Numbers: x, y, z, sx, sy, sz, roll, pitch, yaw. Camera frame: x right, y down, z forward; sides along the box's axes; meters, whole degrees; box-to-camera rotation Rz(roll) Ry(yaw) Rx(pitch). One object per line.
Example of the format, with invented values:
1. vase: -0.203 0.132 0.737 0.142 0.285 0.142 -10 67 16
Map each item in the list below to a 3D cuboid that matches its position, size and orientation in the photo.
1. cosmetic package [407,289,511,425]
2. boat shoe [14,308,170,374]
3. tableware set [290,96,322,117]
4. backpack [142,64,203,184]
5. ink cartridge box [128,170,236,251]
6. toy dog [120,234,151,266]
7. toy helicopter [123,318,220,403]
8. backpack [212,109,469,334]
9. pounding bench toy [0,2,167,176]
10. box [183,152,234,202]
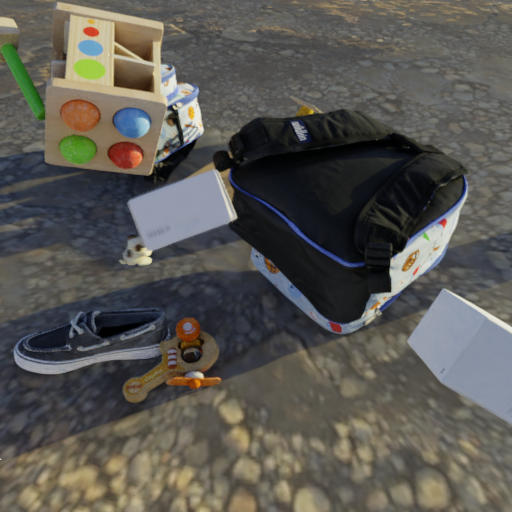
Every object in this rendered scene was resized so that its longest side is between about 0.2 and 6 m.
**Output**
1. cosmetic package: 2.316 1.030 5.483 1.223 0.752 1.219 30 8 -4
2. boat shoe: -2.443 1.161 8.291 2.269 0.769 0.814 -4 39 -5
3. tableware set: 2.032 -2.921 13.301 2.684 0.412 1.808 33 11 27
4. backpack: -2.651 -3.205 12.778 2.901 2.235 2.763 19 32 26
5. ink cartridge box: -0.722 -0.468 5.566 0.881 0.509 1.207 -21 7 -5
6. toy dog: -1.233 -0.082 5.736 0.357 0.368 0.257 -16 65 -27
7. toy helicopter: -1.186 1.648 8.008 1.486 0.586 0.983 -31 57 -19
8. backpack: 1.586 -0.649 9.049 3.349 2.708 3.516 -31 58 -24
9. pounding bench toy: -2.720 -2.402 8.274 2.530 1.572 1.973 4 57 -18
10. box: -0.019 -1.542 12.072 2.525 0.269 2.064 26 46 28
